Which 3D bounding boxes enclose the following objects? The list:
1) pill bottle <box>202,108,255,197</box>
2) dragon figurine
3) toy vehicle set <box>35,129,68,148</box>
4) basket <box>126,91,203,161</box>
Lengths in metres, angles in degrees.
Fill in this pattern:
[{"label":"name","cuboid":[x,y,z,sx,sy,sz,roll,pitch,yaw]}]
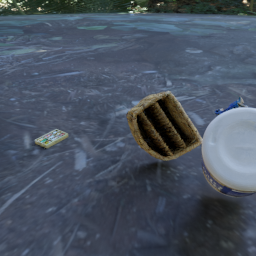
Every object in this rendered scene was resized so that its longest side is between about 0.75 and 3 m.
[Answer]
[{"label":"pill bottle","cuboid":[1.980,0.592,5.072,1.260,1.260,2.269,9,-15,18]},{"label":"dragon figurine","cuboid":[2.937,-0.376,8.019,1.018,0.602,2.047,-39,-2,19]},{"label":"toy vehicle set","cuboid":[-2.218,0.303,8.169,0.514,0.110,0.828,17,32,30]},{"label":"basket","cuboid":[0.762,0.032,6.631,1.097,1.537,1.145,-38,14,-15]}]
